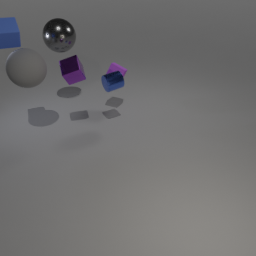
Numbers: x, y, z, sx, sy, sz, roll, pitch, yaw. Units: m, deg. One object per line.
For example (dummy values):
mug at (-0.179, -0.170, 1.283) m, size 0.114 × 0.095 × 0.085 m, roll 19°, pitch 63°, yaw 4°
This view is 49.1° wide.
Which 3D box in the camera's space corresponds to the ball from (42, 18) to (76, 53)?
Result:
ball at (-2.922, -3.934, 11.939) m, size 1.400 × 1.400 × 1.400 m, roll 0°, pitch 31°, yaw 0°

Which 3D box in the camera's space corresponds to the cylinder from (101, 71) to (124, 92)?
cylinder at (-0.605, -1.859, 11.166) m, size 0.700 × 0.700 × 0.700 m, roll -22°, pitch 37°, yaw -21°

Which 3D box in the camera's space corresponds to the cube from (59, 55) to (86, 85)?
cube at (-2.056, -2.145, 10.402) m, size 0.700 × 0.700 × 0.700 m, roll -19°, pitch 66°, yaw 4°

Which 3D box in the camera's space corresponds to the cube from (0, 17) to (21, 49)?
cube at (-4.033, -3.166, 9.339) m, size 0.700 × 0.700 × 0.700 m, roll -14°, pitch 66°, yaw -24°

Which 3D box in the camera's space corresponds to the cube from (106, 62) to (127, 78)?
cube at (-0.522, -2.424, 12.419) m, size 0.700 × 0.700 × 0.700 m, roll 29°, pitch 16°, yaw -2°

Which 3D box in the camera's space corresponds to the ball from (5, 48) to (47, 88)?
ball at (-3.624, -2.135, 10.019) m, size 1.400 × 1.400 × 1.400 m, roll 0°, pitch 31°, yaw 0°
